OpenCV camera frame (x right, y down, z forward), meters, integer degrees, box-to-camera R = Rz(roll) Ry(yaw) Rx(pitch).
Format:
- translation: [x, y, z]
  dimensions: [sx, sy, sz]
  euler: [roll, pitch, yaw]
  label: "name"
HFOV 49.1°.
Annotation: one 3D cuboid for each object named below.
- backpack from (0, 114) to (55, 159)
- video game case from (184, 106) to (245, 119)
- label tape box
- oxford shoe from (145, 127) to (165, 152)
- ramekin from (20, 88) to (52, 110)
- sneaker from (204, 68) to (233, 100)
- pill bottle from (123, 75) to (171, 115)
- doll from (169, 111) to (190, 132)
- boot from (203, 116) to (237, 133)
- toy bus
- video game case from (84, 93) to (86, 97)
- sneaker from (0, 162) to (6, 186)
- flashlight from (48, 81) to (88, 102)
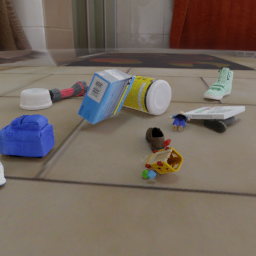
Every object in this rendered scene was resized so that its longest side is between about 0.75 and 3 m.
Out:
- translation: [-3.246, 0.230, 8.861]
  dimensions: [1.512, 1.269, 1.229]
  euler: [-2, 13, 5]
  label: "backpack"
- translation: [3.658, -0.670, 11.992]
  dimensions: [1.913, 0.249, 2.102]
  euler: [2, 13, 43]
  label: "video game case"
- translation: [-0.784, -1.398, 11.505]
  dimensions: [0.860, 1.865, 2.603]
  euler: [32, 25, 10]
  label: "label tape box"
- translation: [0.969, 0.236, 9.630]
  dimensions: [0.594, 0.690, 1.634]
  euler: [-5, 19, -8]
  label: "oxford shoe"
- translation: [-4.637, -1.488, 14.042]
  dimensions: [1.538, 0.807, 1.538]
  euler: [-1, 20, 0]
  label: "ramekin"
- translation: [5.096, -2.557, 15.800]
  dimensions: [1.006, 1.612, 2.733]
  euler: [17, 27, 35]
  label: "sneaker"
- translation: [0.481, -1.680, 13.437]
  dimensions: [2.890, 1.608, 1.608]
  euler: [19, 27, 41]
  label: "pill bottle"
- translation: [2.063, -0.330, 11.303]
  dimensions: [0.850, 0.302, 1.246]
  euler: [9, 35, 16]
  label: "doll"
- translation: [3.870, -0.189, 11.212]
  dimensions: [1.333, 0.484, 1.212]
  euler: [-3, 22, -28]
  label: "boot"
- translation: [0.964, 0.966, 7.732]
  dimensions: [0.611, 1.115, 1.182]
  euler: [42, 17, -14]
  label: "toy bus"
- translation: [-1.172, -1.771, 15.455]
  dimensions: [1.904, 0.341, 1.726]
  euler: [15, 23, 35]
  label: "video game case"
- translation: [-3.508, 1.188, 7.432]
  dimensions: [0.427, 0.430, 1.187]
  euler: [-10, 24, -28]
  label: "sneaker"
- translation: [-3.316, -2.045, 15.550]
  dimensions: [0.844, 0.841, 2.484]
  euler: [10, 21, 35]
  label: "flashlight"
